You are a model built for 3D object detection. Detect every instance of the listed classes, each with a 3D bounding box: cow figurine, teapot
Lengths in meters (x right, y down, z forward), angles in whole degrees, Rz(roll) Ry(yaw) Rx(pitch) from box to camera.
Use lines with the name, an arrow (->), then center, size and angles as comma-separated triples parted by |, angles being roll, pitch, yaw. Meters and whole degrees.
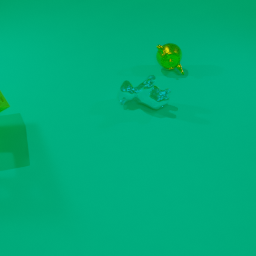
cow figurine -> 0.401, -0.897, 7.794 | 1.290, 1.270, 0.708 | 35, 48, -16
teapot -> 1.331, -2.163, 8.753 | 0.822, 1.322, 0.647 | -37, 34, 27

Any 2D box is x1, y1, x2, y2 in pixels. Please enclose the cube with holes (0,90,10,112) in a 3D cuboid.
cube with holes -> -3.901, -0.714, 6.422 | 1.352, 1.352, 1.352 | -30, 96, 3
